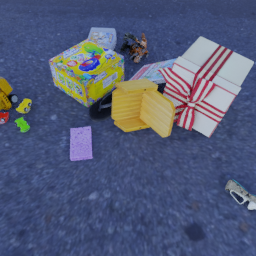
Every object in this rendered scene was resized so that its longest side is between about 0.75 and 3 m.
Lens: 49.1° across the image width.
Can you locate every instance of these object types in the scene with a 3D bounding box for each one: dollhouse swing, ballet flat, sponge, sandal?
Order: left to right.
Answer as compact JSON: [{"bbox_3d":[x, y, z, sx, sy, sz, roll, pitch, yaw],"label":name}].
[{"bbox_3d":[-1.760,0.566,10.511,0.794,0.212,1.424,-5,49,-5],"label":"sponge"},{"bbox_3d":[-0.589,-1.165,11.618,2.492,0.533,0.947,-34,61,-14],"label":"sandal"},{"bbox_3d":[0.498,-0.508,10.164,1.729,1.902,1.672,-12,44,-19],"label":"dollhouse swing"},{"bbox_3d":[3.789,2.246,8.949,1.480,0.502,0.557,33,79,31],"label":"ballet flat"}]

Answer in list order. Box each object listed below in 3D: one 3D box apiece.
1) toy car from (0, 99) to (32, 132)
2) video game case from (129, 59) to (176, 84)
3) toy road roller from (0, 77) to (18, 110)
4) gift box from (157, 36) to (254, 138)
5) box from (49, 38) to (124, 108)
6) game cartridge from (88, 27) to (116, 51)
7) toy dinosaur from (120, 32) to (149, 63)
[{"bbox_3d":[-4.392,-0.321,11.175,1.740,0.388,1.638,-31,56,-23],"label":"toy car"},{"bbox_3d":[1.243,-2.430,12.278,2.475,0.216,1.769,0,39,44],"label":"video game case"},{"bbox_3d":[-5.260,-1.312,11.378,0.841,1.369,0.999,4,44,28],"label":"toy road roller"},{"bbox_3d":[2.666,-1.538,10.795,2.926,2.700,2.732,27,51,17],"label":"gift box"},{"bbox_3d":[-1.763,-2.487,12.364,2.258,1.430,2.344,32,56,26],"label":"box"},{"bbox_3d":[-1.386,-4.649,14.926,1.507,0.470,2.263,1,49,6],"label":"game cartridge"},{"bbox_3d":[0.424,-4.131,14.300,1.467,1.104,2.162,22,32,0],"label":"toy dinosaur"}]
